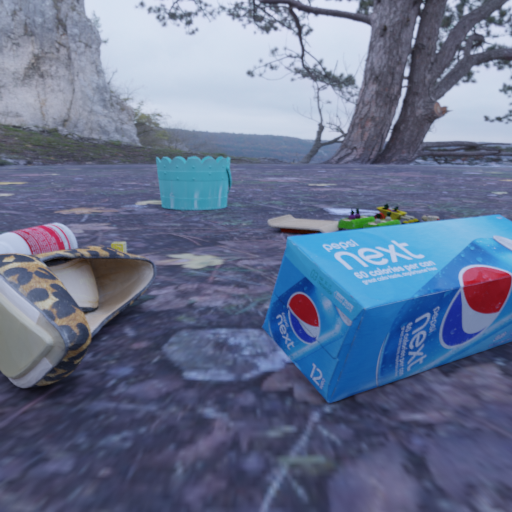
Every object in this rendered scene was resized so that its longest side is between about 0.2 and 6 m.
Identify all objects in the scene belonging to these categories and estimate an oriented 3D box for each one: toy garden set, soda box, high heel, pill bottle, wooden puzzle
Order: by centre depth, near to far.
[{"bbox_3d":[1.483,0.308,4.795,2.758,0.885,0.936,-8,36,-34],"label":"soda box"},{"bbox_3d":[-1.371,0.299,4.998,2.035,1.019,2.855,-16,10,-34],"label":"high heel"},{"bbox_3d":[-2.873,-0.019,7.052,0.639,0.639,1.139,6,14,26],"label":"pill bottle"},{"bbox_3d":[3.106,-0.750,11.639,2.180,0.435,1.818,12,15,37],"label":"toy garden set"},{"bbox_3d":[1.057,-0.621,11.819,1.309,0.244,1.211,11,15,26],"label":"wooden puzzle"}]

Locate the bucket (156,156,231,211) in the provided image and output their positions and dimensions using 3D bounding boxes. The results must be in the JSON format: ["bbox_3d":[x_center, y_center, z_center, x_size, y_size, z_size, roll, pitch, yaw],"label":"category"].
[{"bbox_3d":[-1.774,-2.112,16.051,2.215,1.441,2.215,1,12,0],"label":"bucket"}]

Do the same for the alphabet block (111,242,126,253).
[{"bbox_3d":[-2.289,-0.122,9.336,0.206,0.205,0.210,-2,12,2],"label":"alphabet block"}]
